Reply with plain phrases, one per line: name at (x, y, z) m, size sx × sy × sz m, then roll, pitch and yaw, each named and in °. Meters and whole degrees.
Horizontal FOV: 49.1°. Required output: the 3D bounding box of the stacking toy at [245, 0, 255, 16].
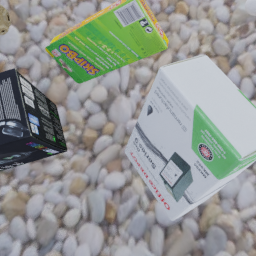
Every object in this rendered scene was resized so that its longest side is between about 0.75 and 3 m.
stacking toy at (3.167, -2.592, 5.333) m, size 1.343 × 1.838 × 1.343 m, roll 0°, pitch 91°, yaw -41°

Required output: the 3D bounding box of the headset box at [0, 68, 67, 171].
headset box at (-2.641, 0.141, 5.074) m, size 2.451 × 2.134 × 1.137 m, roll -16°, pitch 79°, yaw -1°

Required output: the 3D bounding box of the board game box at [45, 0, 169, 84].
board game box at (-0.460, -1.525, 5.143) m, size 2.185 × 1.044 × 0.328 m, roll -16°, pitch 43°, yaw 32°

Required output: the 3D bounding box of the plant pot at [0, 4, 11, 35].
plant pot at (-3.306, -2.521, 6.481) m, size 0.928 × 1.014 × 1.014 m, roll 12°, pitch 76°, yaw 19°

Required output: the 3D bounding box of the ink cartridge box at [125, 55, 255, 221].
ink cartridge box at (1.011, 0.299, 4.804) m, size 1.008 × 2.399 × 1.751 m, roll -22°, pitch 63°, yaw -29°
